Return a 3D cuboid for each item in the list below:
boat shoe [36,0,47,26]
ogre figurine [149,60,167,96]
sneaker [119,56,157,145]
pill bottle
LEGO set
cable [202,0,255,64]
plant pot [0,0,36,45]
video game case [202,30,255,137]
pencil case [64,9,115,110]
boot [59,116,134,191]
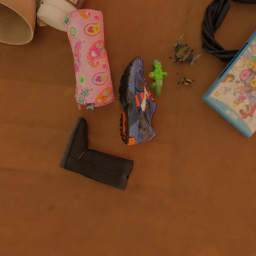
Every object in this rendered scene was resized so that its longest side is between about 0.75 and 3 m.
[{"bbox_3d":[-2.555,-3.523,8.352,0.301,0.352,0.960,0,97,-5],"label":"boat shoe"},{"bbox_3d":[0.861,-1.513,8.078,0.499,0.610,1.017,17,86,0],"label":"ogre figurine"},{"bbox_3d":[0.314,-0.771,7.987,0.994,0.955,2.535,2,86,-20],"label":"sneaker"},{"bbox_3d":[-1.765,-3.865,7.919,1.120,1.120,1.968,23,93,1],"label":"pill bottle"},{"bbox_3d":[1.628,-1.976,8.291,0.911,0.398,1.404,13,100,3],"label":"LEGO set"},{"bbox_3d":[3.279,-3.051,8.120,2.643,0.671,2.157,-29,90,0],"label":"cable"},{"bbox_3d":[-3.292,-3.682,7.760,1.828,1.828,1.951,10,71,1],"label":"plant pot"},{"bbox_3d":[3.585,-1.299,7.848,1.881,0.234,2.629,37,94,-15],"label":"video game case"},{"bbox_3d":[-1.049,-1.822,7.643,1.124,1.124,2.572,-7,99,0],"label":"pencil case"},{"bbox_3d":[-0.750,0.734,7.918,1.955,0.642,1.611,20,95,4],"label":"boot"}]
